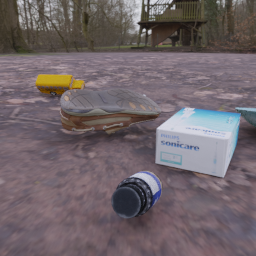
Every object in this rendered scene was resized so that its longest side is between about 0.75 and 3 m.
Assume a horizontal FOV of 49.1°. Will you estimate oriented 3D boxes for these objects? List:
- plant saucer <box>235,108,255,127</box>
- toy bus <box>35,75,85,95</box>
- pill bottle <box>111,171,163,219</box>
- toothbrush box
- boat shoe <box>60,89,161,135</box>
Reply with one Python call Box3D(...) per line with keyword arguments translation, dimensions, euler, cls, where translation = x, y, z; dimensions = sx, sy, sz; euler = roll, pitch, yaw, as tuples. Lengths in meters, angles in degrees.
Box3D(translation=(3.932, -0.174, 6.954), dimensions=(2.457, 0.473, 2.457), euler=(4, 7, -1), cls="plant saucer")
Box3D(translation=(-2.842, -1.833, 11.850), dimensions=(1.923, 0.753, 0.626), euler=(3, 63, 13), cls="toy bus")
Box3D(translation=(0.127, 0.879, 3.738), dimensions=(0.503, 0.503, 0.899), euler=(7, 4, 20), cls="pill bottle")
Box3D(translation=(1.539, 0.193, 5.934), dimensions=(1.356, 0.790, 1.852), euler=(9, 19, 25), cls="toothbrush box")
Box3D(translation=(-0.433, -0.378, 7.125), dimensions=(2.688, 0.965, 1.018), euler=(1, 39, -25), cls="boat shoe")
